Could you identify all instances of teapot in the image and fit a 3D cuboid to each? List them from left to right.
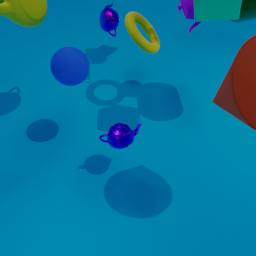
[{"bbox_3d":[-2.492,-2.858,6.421,0.869,1.104,1.775,4,37,28],"label":"teapot"},{"bbox_3d":[-0.523,-3.259,8.364,0.546,0.694,1.116,-6,82,-27],"label":"teapot"},{"bbox_3d":[-0.153,0.139,6.667,1.076,0.527,0.669,-14,42,-7],"label":"teapot"},{"bbox_3d":[1.629,-3.138,7.160,0.697,1.424,0.885,-19,33,7],"label":"teapot"}]

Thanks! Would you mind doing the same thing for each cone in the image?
[{"bbox_3d":[1.962,-0.585,4.896,1.604,1.610,1.604,1,86,-18],"label":"cone"}]

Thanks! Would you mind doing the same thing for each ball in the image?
[{"bbox_3d":[-1.340,-1.428,6.501,0.893,0.893,0.893,0,52,0],"label":"ball"}]

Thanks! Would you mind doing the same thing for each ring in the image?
[{"bbox_3d":[0.408,-2.604,7.657,1.283,0.257,1.283,31,43,-34],"label":"ring"}]

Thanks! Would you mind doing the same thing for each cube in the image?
[{"bbox_3d":[1.770,-2.748,5.491,0.878,0.878,0.878,3,72,16],"label":"cube"}]

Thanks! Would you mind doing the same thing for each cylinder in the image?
[{"bbox_3d":[2.912,-3.147,6.259,1.292,1.292,1.292,-24,18,-17],"label":"cylinder"}]
